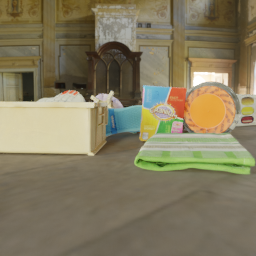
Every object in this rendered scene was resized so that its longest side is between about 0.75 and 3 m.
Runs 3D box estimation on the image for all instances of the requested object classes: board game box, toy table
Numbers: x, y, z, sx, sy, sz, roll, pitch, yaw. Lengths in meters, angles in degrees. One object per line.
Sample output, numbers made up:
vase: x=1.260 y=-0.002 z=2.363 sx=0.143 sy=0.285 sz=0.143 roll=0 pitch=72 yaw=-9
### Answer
board game box: x=0.929 y=-0.374 z=7.578 sx=1.137 sy=1.487 sz=0.300 roll=2 pitch=11 yaw=-5
toy table: x=-1.287 y=-1.384 z=17.357 sx=2.092 sy=1.923 sz=1.225 roll=21 pitch=6 yaw=9

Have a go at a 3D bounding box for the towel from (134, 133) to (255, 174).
towel: x=1.273 y=0.470 z=5.650 sx=1.950 sy=0.401 sz=2.614 roll=-1 pitch=7 yaw=13

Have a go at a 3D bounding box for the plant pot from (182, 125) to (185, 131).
plant pot: x=1.775 y=-0.025 z=10.251 sx=0.769 sy=0.355 sz=0.769 roll=-1 pitch=6 yaw=0

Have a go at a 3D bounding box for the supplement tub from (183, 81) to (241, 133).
supplement tub: x=2.542 y=-0.553 z=8.686 sx=1.705 sy=1.705 sz=2.783 roll=2 pitch=6 yaw=17

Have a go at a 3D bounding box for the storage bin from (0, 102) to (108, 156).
storage bin: x=-1.800 y=-0.091 z=6.902 sx=2.410 sy=1.129 sz=2.392 roll=0 pitch=5 yaw=3

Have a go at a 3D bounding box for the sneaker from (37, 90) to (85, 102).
sneaker: x=-2.147 y=-0.369 z=8.928 sx=2.968 sy=1.215 sz=1.144 roll=1 pitch=37 yaw=48

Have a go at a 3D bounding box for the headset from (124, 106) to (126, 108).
headset: x=0.038 y=-0.934 z=18.795 sx=2.198 sy=1.033 sz=1.357 roll=16 pitch=-3 yaw=-44

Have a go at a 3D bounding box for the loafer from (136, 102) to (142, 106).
loafer: x=0.667 y=-1.041 z=17.066 sx=1.077 sy=1.047 sz=2.949 roll=1 pitch=6 yaw=12

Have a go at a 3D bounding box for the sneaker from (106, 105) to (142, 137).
sneaker: x=-0.363 y=-0.195 z=9.373 sx=2.505 sy=0.996 sz=1.636 roll=-1 pitch=-2 yaw=8

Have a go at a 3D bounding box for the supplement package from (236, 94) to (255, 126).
supplement package: x=5.068 y=-0.829 z=12.885 sx=2.528 sy=1.438 sz=1.385 roll=-5 pitch=6 yaw=-32
